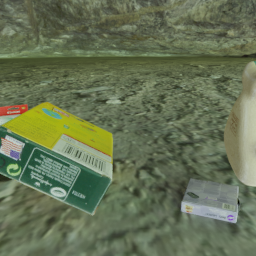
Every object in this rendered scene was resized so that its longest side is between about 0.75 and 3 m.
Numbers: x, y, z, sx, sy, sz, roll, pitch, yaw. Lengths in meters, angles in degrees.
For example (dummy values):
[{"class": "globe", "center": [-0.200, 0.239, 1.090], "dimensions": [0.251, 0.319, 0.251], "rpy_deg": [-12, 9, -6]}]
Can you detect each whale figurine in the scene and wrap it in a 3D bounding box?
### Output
[{"class": "whale figurine", "center": [2.263, -0.031, 4.598], "dimensions": [1.078, 2.077, 1.652], "rpy_deg": [-5, 29, 4]}]

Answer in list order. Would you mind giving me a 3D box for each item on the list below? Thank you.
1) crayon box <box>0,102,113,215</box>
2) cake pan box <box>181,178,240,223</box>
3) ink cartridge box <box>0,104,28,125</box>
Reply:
[{"class": "crayon box", "center": [-1.162, 0.332, 5.195], "dimensions": [1.744, 0.698, 2.747], "rpy_deg": [27, 11, -7]}, {"class": "cake pan box", "center": [1.397, 1.173, 4.666], "dimensions": [0.888, 0.232, 0.818], "rpy_deg": [6, 22, 19]}, {"class": "ink cartridge box", "center": [-3.290, -0.325, 8.059], "dimensions": [0.841, 0.262, 1.045], "rpy_deg": [-7, 55, -18]}]
